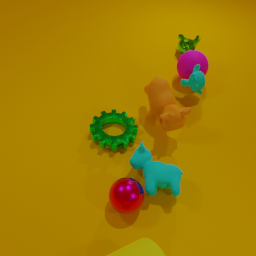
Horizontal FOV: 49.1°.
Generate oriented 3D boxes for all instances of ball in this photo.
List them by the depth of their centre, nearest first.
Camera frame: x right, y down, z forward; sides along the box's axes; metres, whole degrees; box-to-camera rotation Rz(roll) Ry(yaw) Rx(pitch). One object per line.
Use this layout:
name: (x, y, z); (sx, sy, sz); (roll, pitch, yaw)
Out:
ball: (-0.036, 1.662, 6.923); (0.881, 0.881, 0.881); (0, 52, 0)
ball: (2.252, -2.155, 9.789); (1.085, 1.085, 1.085); (0, 52, 0)

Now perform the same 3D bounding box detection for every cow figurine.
cow figurine: (0.737, 1.056, 7.317); (1.406, 0.772, 1.383); (-2, 66, 12)
cow figurine: (1.106, -0.753, 8.282); (0.943, 1.690, 1.718); (-15, 88, -10)

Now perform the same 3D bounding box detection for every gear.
gear: (-0.429, 0.033, 8.504); (1.433, 0.265, 1.433); (3, 48, -4)

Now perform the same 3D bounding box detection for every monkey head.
monkey head: (2.171, -1.547, 9.259); (0.735, 1.022, 0.616); (8, 28, 41)
monkey head: (2.324, -3.256, 10.786); (0.699, 0.835, 1.161); (13, 48, -25)

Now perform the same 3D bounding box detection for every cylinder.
cylinder: (0.077, 2.942, 5.437); (1.191, 1.191, 1.191); (-13, 51, -31)
